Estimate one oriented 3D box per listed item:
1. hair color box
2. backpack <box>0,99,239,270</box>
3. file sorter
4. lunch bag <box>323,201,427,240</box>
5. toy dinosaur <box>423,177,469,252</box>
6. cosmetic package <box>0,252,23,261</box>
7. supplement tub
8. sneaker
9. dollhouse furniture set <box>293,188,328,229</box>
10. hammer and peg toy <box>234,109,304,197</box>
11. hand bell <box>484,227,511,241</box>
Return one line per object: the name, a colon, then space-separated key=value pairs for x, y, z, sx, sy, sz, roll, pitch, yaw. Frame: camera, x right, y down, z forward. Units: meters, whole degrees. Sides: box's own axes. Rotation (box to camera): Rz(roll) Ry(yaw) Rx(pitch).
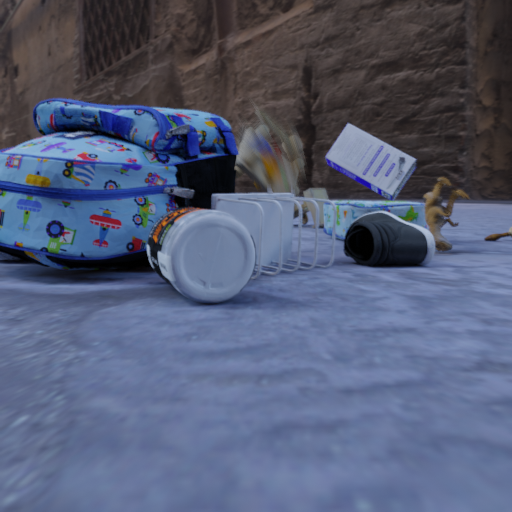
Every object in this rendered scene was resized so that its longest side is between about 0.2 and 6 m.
hair color box: x=2.485 y=-2.032 z=12.177 sx=1.712 sy=0.936 sz=0.555 roll=34 pitch=-1 yaw=19
backpack: x=-2.362 y=-1.112 z=8.561 sx=3.246 sy=2.392 sz=3.556 roll=14 pitch=17 yaw=32
file sorter: x=0.264 y=-0.305 z=8.047 sx=1.607 sy=1.115 sz=1.001 roll=-7 pitch=13 yaw=-43
lunch bag: x=2.638 y=-0.789 z=12.450 sx=1.802 sy=0.924 sz=2.242 roll=-4 pitch=8 yaw=-18
toy dinosaur: x=3.434 y=-0.970 z=10.763 sx=0.641 sy=1.127 sz=2.121 roll=23 pitch=39 yaw=-9
cosmetic package: x=-4.272 y=-0.237 z=9.493 sx=1.335 sy=0.542 sz=0.753 roll=8 pitch=5 yaw=41
supplement tub: x=-0.700 y=-0.059 z=6.460 sx=0.989 sy=0.989 sz=1.614 roll=-3 pitch=7 yaw=-21
sneaker: x=1.829 y=-0.337 z=9.308 sx=1.122 sy=0.800 sz=2.262 roll=3 pitch=10 yaw=-20
dollhouse furniture set: x=1.405 y=-1.189 z=16.804 sx=1.486 sy=1.126 sz=1.695 roll=-6 pitch=-12 yaw=-42
hammer and peg toy: x=0.254 y=-1.950 z=11.277 sx=0.711 sy=1.483 sz=2.016 roll=-36 pitch=26 yaw=33
hand bell: x=5.557 y=-0.469 z=12.462 sx=0.982 sy=0.511 sz=0.511 roll=-13 pitch=9 yaw=-6
